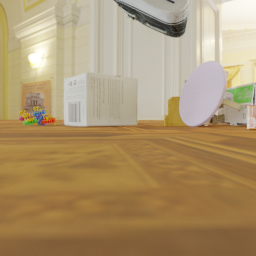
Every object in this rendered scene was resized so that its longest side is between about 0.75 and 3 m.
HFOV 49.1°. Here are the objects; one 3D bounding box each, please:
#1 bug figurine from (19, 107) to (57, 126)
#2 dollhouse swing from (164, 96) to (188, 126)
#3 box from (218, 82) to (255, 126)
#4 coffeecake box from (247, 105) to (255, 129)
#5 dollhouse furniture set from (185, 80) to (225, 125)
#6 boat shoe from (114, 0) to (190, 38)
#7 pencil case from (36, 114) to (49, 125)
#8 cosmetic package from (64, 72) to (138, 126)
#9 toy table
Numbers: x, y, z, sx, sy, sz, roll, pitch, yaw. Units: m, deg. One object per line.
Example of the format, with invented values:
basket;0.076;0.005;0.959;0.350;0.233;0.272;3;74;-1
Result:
bug figurine;-3.493;-0.400;10.765;1.231;0.409;1.588;-12;25;-32
dollhouse swing;1.845;-0.565;9.738;1.146;1.007;1.041;-1;2;5
box;4.810;-0.729;9.638;2.512;1.376;2.846;2;3;-3
coffeecake box;3.726;-0.246;6.638;1.601;0.585;1.229;1;2;27
dollhouse furniture set;2.708;-0.968;10.368;0.926;1.779;1.798;-13;10;-31
boat shoe;0.195;-2.650;5.900;0.913;2.533;0.898;-38;-28;-14
pencil case;-3.368;-0.333;11.071;0.465;0.418;1.070;27;-2;-8
cosmetic package;-0.931;-0.893;9.563;2.003;1.652;1.651;-2;3;-38
toy table;2.548;-0.994;8.915;1.195;2.041;1.876;8;27;-50
